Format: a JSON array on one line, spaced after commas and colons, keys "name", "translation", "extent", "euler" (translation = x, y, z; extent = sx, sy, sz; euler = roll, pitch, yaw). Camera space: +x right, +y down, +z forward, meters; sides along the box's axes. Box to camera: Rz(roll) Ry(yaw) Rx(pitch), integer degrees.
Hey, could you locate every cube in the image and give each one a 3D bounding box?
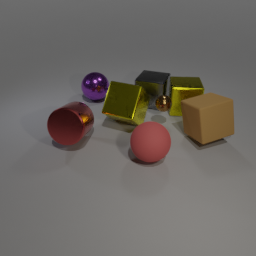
[{"name": "cube", "translation": [3.008, -0.412, 10.648], "extent": [1.400, 1.400, 1.400], "euler": [-16, 22, -14]}, {"name": "cube", "translation": [2.642, -1.474, 12.967], "extent": [1.400, 1.400, 1.400], "euler": [2, 32, 3]}, {"name": "cube", "translation": [1.187, -1.854, 13.584], "extent": [1.400, 1.400, 1.400], "euler": [11, 33, 17]}, {"name": "cube", "translation": [-0.046, -0.980, 11.644], "extent": [1.400, 1.400, 1.400], "euler": [14, -6, 21]}]

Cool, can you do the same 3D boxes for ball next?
[{"name": "ball", "translation": [1.470, -1.013, 11.544], "extent": [0.700, 0.700, 0.700], "euler": [0, 32, 0]}, {"name": "ball", "translation": [-1.619, -2.066, 13.902], "extent": [1.400, 1.400, 1.400], "euler": [0, 32, 0]}, {"name": "ball", "translation": [0.771, 0.473, 9.608], "extent": [1.400, 1.400, 1.400], "euler": [0, 32, 0]}]

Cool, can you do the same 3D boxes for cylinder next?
[{"name": "cylinder", "translation": [-2.128, -0.206, 10.595], "extent": [1.400, 1.400, 1.400], "euler": [5, 16, 8]}]
